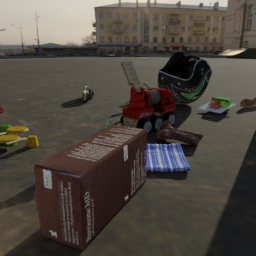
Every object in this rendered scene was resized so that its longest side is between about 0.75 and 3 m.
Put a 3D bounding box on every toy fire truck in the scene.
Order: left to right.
[{"bbox_3d":[0.532,-1.010,8.586,1.765,2.005,1.290,-16,24,-41],"label":"toy fire truck"}]

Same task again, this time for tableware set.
[{"bbox_3d":[-3.209,0.239,7.575,1.945,0.298,1.310,10,17,33],"label":"tableware set"}]

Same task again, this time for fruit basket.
[{"bbox_3d":[3.416,-0.807,10.752,1.106,0.518,1.024,-32,33,-33],"label":"fruit basket"}]

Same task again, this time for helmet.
[{"bbox_3d":[2.275,-1.978,11.686,2.106,2.008,2.106,40,-2,2],"label":"helmet"}]

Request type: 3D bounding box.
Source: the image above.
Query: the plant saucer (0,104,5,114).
[{"bbox_3d":[-5.171,-0.748,10.406,0.865,0.159,0.867,-14,48,-41],"label":"plant saucer"}]

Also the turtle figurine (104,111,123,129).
[{"bbox_3d":[-0.322,0.011,7.571,0.591,0.821,0.796,25,17,28],"label":"turtle figurine"}]

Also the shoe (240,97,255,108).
[{"bbox_3d":[4.966,-0.990,11.480,1.181,0.413,0.315,-12,-23,-29],"label":"shoe"}]

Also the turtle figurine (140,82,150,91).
[{"bbox_3d":[0.542,-1.596,12.362,1.279,0.921,1.241,0,13,-13],"label":"turtle figurine"}]

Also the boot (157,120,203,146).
[{"bbox_3d":[1.494,0.132,7.692,1.188,0.382,1.107,6,26,21],"label":"boot"}]

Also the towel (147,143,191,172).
[{"bbox_3d":[0.355,0.618,6.374,1.902,0.227,1.377,0,18,1],"label":"towel"}]

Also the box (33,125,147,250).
[{"bbox_3d":[-0.433,0.745,4.501,0.813,1.087,2.171,9,20,26],"label":"box"}]

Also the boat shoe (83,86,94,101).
[{"bbox_3d":[-1.817,-1.578,13.016,0.504,0.548,1.533,7,19,-5],"label":"boat shoe"}]
